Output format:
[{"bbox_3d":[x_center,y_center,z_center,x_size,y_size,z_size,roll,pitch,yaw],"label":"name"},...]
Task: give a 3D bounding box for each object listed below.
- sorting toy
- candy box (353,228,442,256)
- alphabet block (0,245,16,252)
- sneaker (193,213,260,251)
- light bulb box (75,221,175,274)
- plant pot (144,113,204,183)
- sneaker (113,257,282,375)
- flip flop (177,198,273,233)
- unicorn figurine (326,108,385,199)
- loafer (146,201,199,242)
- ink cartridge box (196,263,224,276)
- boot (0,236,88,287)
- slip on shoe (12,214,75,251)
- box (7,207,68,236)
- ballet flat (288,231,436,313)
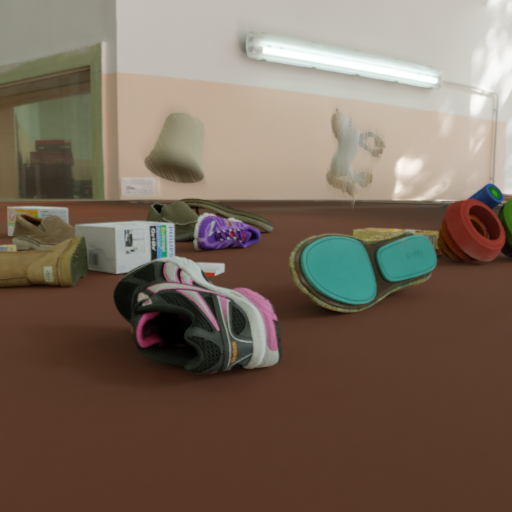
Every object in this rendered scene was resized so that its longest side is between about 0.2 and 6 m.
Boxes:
[{"bbox_3d":[4.543,-0.459,11.119,2.707,1.627,1.111,4,-30,-28],"label":"sorting toy"},{"bbox_3d":[3.136,-0.312,12.146,1.821,0.504,1.051,4,8,33],"label":"candy box"},{"bbox_3d":[-5.042,-0.074,11.299,0.277,0.275,0.282,4,9,13],"label":"alphabet block"},{"bbox_3d":[-0.636,-0.527,12.786,0.876,0.846,2.099,12,12,33],"label":"sneaker"},{"bbox_3d":[-2.344,-0.188,10.069,1.283,0.807,1.294,6,9,42],"label":"light bulb box"},{"bbox_3d":[-1.408,-2.029,10.336,1.096,1.004,1.096,9,-18,3],"label":"plant pot"},{"bbox_3d":[-0.780,0.498,4.936,0.899,0.837,2.083,-8,10,-42],"label":"sneaker"},{"bbox_3d":[-1.050,-1.117,17.279,3.228,0.929,1.309,17,5,13],"label":"flip flop"},{"bbox_3d":[1.771,-1.998,10.418,1.134,1.650,0.609,21,-12,6],"label":"unicorn figurine"},{"bbox_3d":[-2.184,-0.970,15.198,1.093,1.012,2.906,-7,10,-42],"label":"loafer"},{"bbox_3d":[-0.902,0.237,9.385,0.559,0.196,0.687,3,4,17],"label":"ink cartridge box"},{"bbox_3d":[-3.740,0.085,8.669,2.016,0.667,1.766,-2,8,-6],"label":"boot"},{"bbox_3d":[-4.473,-0.493,12.401,2.646,0.802,1.006,6,10,39],"label":"slip on shoe"},{"bbox_3d":[-6.123,-0.944,15.662,1.648,0.835,0.927,6,8,38],"label":"box"},{"bbox_3d":[1.241,0.222,7.174,2.843,1.005,1.005,-8,11,-43],"label":"ballet flat"}]
